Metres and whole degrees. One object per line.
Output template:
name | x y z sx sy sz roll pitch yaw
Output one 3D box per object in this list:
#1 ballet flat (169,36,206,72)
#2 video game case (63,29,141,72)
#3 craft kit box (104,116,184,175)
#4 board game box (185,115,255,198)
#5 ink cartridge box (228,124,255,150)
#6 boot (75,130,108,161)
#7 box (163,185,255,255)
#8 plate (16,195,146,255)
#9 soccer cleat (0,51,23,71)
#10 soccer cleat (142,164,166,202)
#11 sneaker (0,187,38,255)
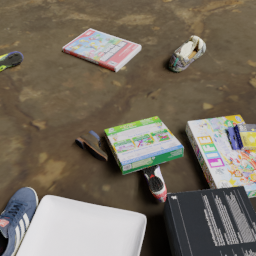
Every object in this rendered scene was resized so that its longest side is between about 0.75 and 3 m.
ballet flat | 2.612 -3.269 11.577 0.944 0.944 2.625 27 52 22
video game case | -1.119 -3.456 12.192 2.808 0.245 2.008 25 52 21
craft kit box | 0.401 0.428 8.258 1.827 0.443 1.805 -14 38 -13
board game box | 2.951 0.775 8.150 1.773 0.451 2.638 -8 48 -7
ink cartridge box | 3.435 0.246 8.154 0.854 0.201 0.844 1 52 -1
boot | -0.950 0.489 8.415 1.271 0.475 0.616 30 57 27
box | 1.947 2.709 5.976 1.886 1.054 2.673 -3 48 -7
plate | -1.114 2.954 6.172 2.675 0.432 2.669 9 49 8
soccer cleat | -5.132 -2.630 11.345 1.795 0.580 0.751 -22 21 -14
soccer cleat | 0.726 1.393 7.648 0.490 0.526 1.438 -20 31 2
sneaker | -2.772 2.235 6.487 0.838 0.944 2.235 6 47 5
